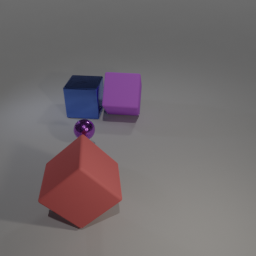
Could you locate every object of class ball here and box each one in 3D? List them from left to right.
[{"bbox_3d":[-1.434,0.055,9.192,0.700,0.700,0.700,0,32,0],"label":"ball"}]

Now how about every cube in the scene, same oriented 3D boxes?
[{"bbox_3d":[-1.156,1.325,7.018,1.400,1.400,1.400,-38,29,16],"label":"cube"},{"bbox_3d":[-1.833,-1.340,11.988,1.400,1.400,1.400,3,32,5],"label":"cube"},{"bbox_3d":[-0.202,-1.354,11.441,1.400,1.400,1.400,4,-10,5],"label":"cube"}]
